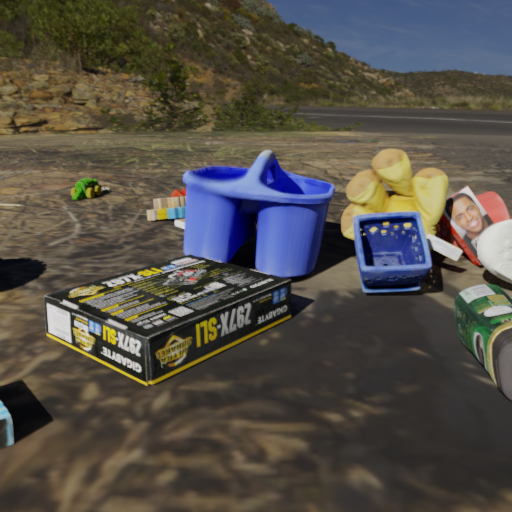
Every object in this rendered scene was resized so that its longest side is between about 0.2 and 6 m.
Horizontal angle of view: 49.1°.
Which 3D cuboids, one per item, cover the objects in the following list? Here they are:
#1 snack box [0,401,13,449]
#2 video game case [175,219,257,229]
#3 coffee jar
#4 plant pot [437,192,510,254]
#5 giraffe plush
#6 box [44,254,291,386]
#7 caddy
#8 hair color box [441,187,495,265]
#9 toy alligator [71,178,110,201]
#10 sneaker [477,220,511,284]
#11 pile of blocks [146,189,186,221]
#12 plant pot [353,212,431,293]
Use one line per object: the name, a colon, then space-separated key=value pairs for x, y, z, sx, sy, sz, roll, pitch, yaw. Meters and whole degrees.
snack box: x=-3.190 y=1.581 z=4.840 sx=1.803 sy=0.334 sz=1.047 roll=-12 pitch=20 yaw=-37
video game case: x=-0.965 y=-0.765 z=13.348 sx=1.494 sy=0.171 sz=1.360 roll=-13 pitch=20 yaw=-34
coffee jar: x=2.754 y=0.934 z=6.186 sx=0.674 sy=0.824 sz=1.580 roll=-12 pitch=16 yaw=5
plant pot: x=4.207 y=-0.568 z=11.022 sx=1.082 sy=1.223 sz=1.223 roll=-11 pitch=16 yaw=0
giraffe plush: x=2.722 y=-0.773 z=10.227 sx=2.206 sy=1.903 sz=1.789 roll=45 pitch=16 yaw=4
box: x=-1.092 y=0.680 z=7.473 sx=2.078 sy=0.642 sz=2.602 roll=11 pitch=19 yaw=38
caddy: x=0.079 y=-0.971 z=10.283 sx=2.585 sy=1.919 sz=3.656 roll=10 pitch=14 yaw=8
hair color box: x=3.902 y=-0.536 z=10.167 sx=0.655 sy=1.291 sz=0.395 roll=-36 pitch=-4 yaw=5
toy alligator: x=-5.162 y=-2.168 z=17.493 sx=0.632 sy=0.578 sz=2.131 roll=3 pitch=16 yaw=12
sneaker: x=4.867 y=-0.075 z=9.399 sx=3.366 sy=1.286 sz=1.355 roll=1 pitch=7 yaw=-24
pile of blocks: x=-1.609 y=-1.348 z=14.022 sx=2.260 sy=0.702 sz=0.928 roll=-8 pitch=8 yaw=-14
plant pot: x=2.029 y=0.005 z=8.561 sx=1.029 sy=0.925 sz=1.029 roll=-4 pitch=57 yaw=6
